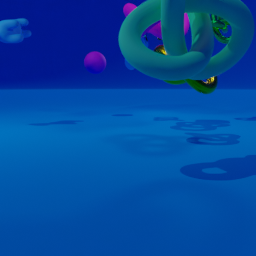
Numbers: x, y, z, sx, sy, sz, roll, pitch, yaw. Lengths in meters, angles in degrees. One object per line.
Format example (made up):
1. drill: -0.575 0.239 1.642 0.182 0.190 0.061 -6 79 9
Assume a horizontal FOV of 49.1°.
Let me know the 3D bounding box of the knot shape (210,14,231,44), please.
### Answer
1. knot shape: 3.391 -3.639 10.106 1.416 0.699 1.513 41 50 17

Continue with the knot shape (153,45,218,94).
1. knot shape: 1.219 -1.444 6.755 1.771 0.818 1.657 9 14 -45

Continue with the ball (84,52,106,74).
1. ball: -1.392 -2.761 11.876 0.923 0.923 0.923 0 9 0

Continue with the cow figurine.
1. cow figurine: -4.133 -3.097 9.089 1.536 0.857 1.561 -4 27 7

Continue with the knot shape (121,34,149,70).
1. knot shape: 0.260 -2.983 10.239 0.676 1.463 1.369 15 -36 -18

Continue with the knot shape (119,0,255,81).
1. knot shape: 0.847 -1.641 4.011 2.017 1.887 0.932 -9 8 -27

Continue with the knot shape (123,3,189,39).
1. knot shape: 0.878 -3.144 8.328 1.919 0.948 2.051 -4 33 -7

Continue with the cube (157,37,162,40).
1. cube: 1.419 -3.507 9.325 0.853 0.853 0.853 1 44 -3
